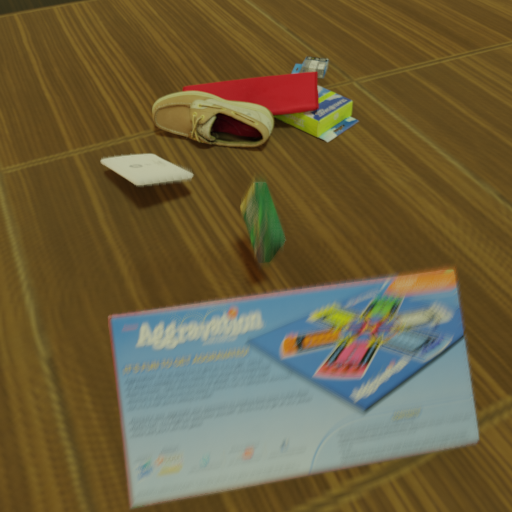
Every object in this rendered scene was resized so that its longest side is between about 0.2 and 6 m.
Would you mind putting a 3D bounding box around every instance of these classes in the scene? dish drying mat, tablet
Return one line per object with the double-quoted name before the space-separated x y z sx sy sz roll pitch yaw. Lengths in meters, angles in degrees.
"dish drying mat" -0.170 -3.521 12.583 3.138 0.286 1.205 -3 56 10
"tablet" -2.113 -1.681 10.683 1.167 0.122 1.793 -14 28 -32

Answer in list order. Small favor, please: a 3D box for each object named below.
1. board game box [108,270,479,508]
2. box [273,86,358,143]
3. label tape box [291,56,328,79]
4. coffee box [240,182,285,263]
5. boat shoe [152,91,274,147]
"board game box" 0.518 1.526 6.897 4.320 0.420 2.224 -7 88 -9
"box" 1.202 -3.387 12.777 2.024 0.482 1.234 33 55 29
"label tape box" 1.375 -4.857 14.372 0.846 0.268 0.610 11 46 10
"coffee box" 0.082 -0.497 8.354 0.232 0.648 1.053 -4 61 -25
"boat shoe" -0.966 -2.843 11.878 2.648 0.980 0.879 5 40 4
